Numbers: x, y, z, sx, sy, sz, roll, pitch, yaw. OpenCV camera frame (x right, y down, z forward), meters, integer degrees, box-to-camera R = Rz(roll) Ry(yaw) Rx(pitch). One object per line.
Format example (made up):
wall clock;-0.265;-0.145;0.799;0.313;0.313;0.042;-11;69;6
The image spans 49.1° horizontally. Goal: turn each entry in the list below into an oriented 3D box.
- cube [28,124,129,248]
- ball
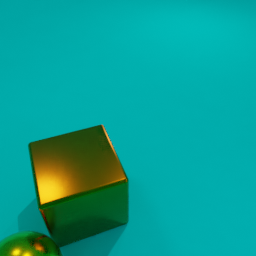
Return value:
cube;-0.854;1.005;4.997;1.381;1.381;1.381;-15;46;-15
ball;-1.508;2.099;4.055;1.152;1.152;1.152;0;44;0
